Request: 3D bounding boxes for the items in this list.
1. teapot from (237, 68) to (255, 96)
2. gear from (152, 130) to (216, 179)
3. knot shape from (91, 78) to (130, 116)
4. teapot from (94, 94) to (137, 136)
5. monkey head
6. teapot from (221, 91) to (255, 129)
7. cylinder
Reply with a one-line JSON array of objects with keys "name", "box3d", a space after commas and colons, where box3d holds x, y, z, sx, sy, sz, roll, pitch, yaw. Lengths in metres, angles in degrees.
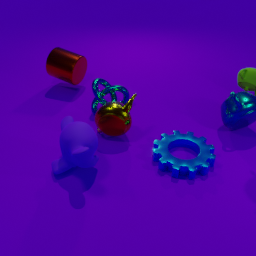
[{"name": "teapot", "box3d": [4.204, -1.577, 9.629, 0.906, 1.457, 0.714, 16, 77, 53]}, {"name": "gear", "box3d": [1.498, 0.674, 7.575, 1.647, 0.305, 1.647, 0, 36, 0]}, {"name": "knot shape", "box3d": [-0.714, -0.913, 9.263, 1.370, 0.633, 1.282, 29, 79, -10]}, {"name": "teapot", "box3d": [-0.360, -0.353, 8.118, 1.082, 1.741, 0.852, 38, 37, -21]}, {"name": "monkey head", "box3d": [-1.406, 0.481, 7.007, 1.353, 1.133, 1.881, -25, 34, -11]}, {"name": "teapot", "box3d": [3.350, -0.570, 8.417, 1.230, 1.978, 0.968, -31, 60, 17]}, {"name": "cylinder", "box3d": [-2.277, -2.310, 10.468, 1.132, 1.132, 1.132, 23, 41, 13]}]
